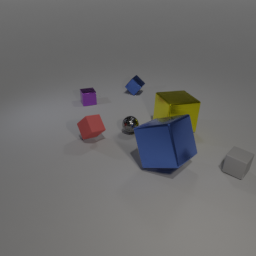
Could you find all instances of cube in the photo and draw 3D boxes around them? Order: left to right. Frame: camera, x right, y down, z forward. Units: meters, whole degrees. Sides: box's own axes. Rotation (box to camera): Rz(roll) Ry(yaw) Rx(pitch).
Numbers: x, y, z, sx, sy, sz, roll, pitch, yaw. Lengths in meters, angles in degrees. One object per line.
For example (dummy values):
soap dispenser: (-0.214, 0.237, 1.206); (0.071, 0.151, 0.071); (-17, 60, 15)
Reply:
cube: (-2.025, -1.594, 14.298); (0.700, 0.700, 0.700); (-10, 30, -17)
cube: (-1.430, -0.048, 10.894); (0.700, 0.700, 0.700); (-11, 73, -46)
cube: (0.393, -2.359, 15.411); (0.700, 0.700, 0.700); (44, 35, -3)
cube: (1.259, 0.435, 9.274); (1.400, 1.400, 1.400); (-7, 10, 40)
cube: (2.001, -0.666, 11.788); (1.400, 1.400, 1.400); (-6, 29, -18)
cube: (3.638, 1.147, 9.268); (0.700, 0.700, 0.700); (25, 37, 32)

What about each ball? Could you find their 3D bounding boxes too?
ball: (0.102, -0.153, 11.583); (0.700, 0.700, 0.700); (0, 29, 0)
